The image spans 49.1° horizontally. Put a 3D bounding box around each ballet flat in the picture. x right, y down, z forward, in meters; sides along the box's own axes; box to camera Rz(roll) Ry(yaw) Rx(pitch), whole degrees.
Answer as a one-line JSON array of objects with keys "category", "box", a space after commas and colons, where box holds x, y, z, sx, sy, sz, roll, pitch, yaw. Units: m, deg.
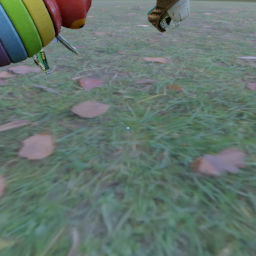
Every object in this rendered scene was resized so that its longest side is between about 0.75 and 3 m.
[{"category": "ballet flat", "box": [1.136, -3.169, 7.489, 0.873, 0.931, 2.575, -34, 6, -8]}]

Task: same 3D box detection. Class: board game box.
[{"category": "board game box", "box": [-2.561, -2.034, 8.056, 0.149, 0.667, 1.272, -22, 37, -23]}]

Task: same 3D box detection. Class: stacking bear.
[{"category": "stacking bear", "box": [-1.745, -1.925, 4.874, 2.490, 1.416, 1.512, -33, 3, -17]}]

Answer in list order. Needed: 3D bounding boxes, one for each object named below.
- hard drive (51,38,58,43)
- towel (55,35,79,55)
[{"category": "hard drive", "box": [-2.767, -4.038, 8.963, 0.278, 2.190, 1.445, -24, 60, -18]}, {"category": "towel", "box": [-1.849, -2.501, 7.941, 0.164, 0.952, 0.916, -50, 38, 0]}]
